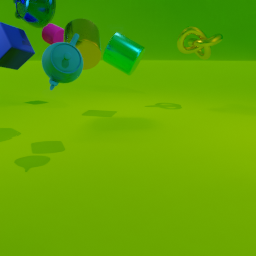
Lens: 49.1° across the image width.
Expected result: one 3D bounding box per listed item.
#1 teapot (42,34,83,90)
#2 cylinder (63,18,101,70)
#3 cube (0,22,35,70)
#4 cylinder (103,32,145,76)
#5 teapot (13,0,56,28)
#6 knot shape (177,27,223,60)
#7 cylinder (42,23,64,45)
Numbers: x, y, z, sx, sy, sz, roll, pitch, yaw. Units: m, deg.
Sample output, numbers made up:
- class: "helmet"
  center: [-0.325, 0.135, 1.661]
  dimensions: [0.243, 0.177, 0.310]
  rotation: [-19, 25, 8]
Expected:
- class: "teapot"
  center: [-1.163, -1.168, 5.035]
  dimensions: [0.751, 1.208, 0.592]
  rotation: [27, -15, -20]
- class: "cylinder"
  center: [-0.963, -1.751, 5.874]
  dimensions: [0.765, 0.765, 0.765]
  rotation: [-2, 53, -8]
- class: "cube"
  center: [-2.783, -1.890, 6.561]
  dimensions: [0.709, 0.709, 0.709]
  rotation: [-33, -11, 24]
- class: "cylinder"
  center: [-0.145, -2.623, 9.969]
  dimensions: [1.126, 1.126, 1.126]
  rotation: [31, 19, 3]
- class: "teapot"
  center: [-2.214, -2.952, 6.543]
  dimensions: [0.855, 1.086, 1.746]
  rotation: [-5, -4, -41]
- class: "knot shape"
  center: [2.758, -3.426, 11.253]
  dimensions: [1.623, 0.801, 1.734]
  rotation: [11, -10, -15]
- class: "cylinder"
  center: [-3.111, -3.933, 11.988]
  dimensions: [0.840, 0.840, 0.840]
  rotation: [33, 31, 29]
